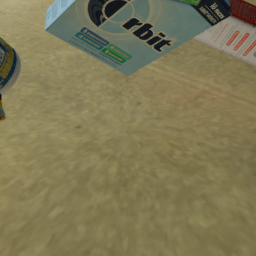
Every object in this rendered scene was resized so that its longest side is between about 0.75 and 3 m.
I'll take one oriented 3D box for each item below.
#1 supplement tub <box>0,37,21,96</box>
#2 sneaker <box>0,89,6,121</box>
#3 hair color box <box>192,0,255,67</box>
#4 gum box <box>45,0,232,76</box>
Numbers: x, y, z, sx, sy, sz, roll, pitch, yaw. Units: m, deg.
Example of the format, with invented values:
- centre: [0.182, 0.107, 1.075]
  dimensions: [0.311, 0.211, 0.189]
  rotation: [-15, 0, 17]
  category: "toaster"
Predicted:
- centre: [-2.957, -1.370, 4.900]
  dimensions: [1.305, 1.804, 1.305]
  rotation: [-9, 65, 19]
  category: "supplement tub"
- centre: [-2.491, -0.662, 3.199]
  dimensions: [0.947, 2.527, 1.139]
  rotation: [-16, 80, 9]
  category: "sneaker"
- centre: [2.466, -2.460, 6.792]
  dimensions: [2.209, 1.121, 0.677]
  rotation: [24, 66, -1]
  category: "hair color box"
- centre: [0.156, -2.296, 5.560]
  dimensions: [2.393, 2.816, 0.627]
  rotation: [20, 59, -41]
  category: "gum box"
